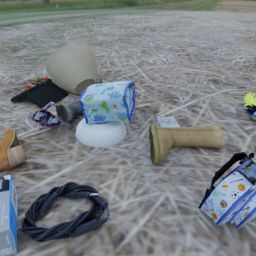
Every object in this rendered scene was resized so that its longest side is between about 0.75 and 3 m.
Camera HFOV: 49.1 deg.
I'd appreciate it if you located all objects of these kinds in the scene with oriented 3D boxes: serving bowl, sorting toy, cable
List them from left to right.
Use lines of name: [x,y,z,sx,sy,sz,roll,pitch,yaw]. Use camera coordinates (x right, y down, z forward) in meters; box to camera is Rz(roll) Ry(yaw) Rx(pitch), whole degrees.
sorting toy: [-4.995,-2.719,16.320,1.097,0.385,2.275,9,31,15]
cable: [-1.762,2.175,7.522,2.322,0.590,1.894,-15,33,-23]
serving bowl: [-1.093,-0.057,11.361,2.075,0.683,2.075,1,31,-1]

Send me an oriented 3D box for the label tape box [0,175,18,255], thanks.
label tape box: [-4.270,2.366,6.838,2.861,0.946,2.050,-8,31,-17]

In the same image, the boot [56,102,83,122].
boot: [-1.992,-0.908,12.669,2.195,0.797,1.996,-8,19,-25]

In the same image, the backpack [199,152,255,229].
backpack: [2.761,1.795,7.285,1.706,1.791,1.380,-21,49,-26]

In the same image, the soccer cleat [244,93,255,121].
soccer cleat: [5.758,-1.063,12.918,0.989,0.764,2.363,15,31,-7]

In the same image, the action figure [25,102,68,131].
action figure: [-3.294,-0.264,11.538,1.334,1.200,1.791,-37,9,-12]

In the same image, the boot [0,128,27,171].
boot: [-4.637,0.786,9.809,1.664,0.793,2.151,-21,32,-24]

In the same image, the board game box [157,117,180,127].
board game box: [1.691,-0.103,11.786,0.749,0.326,1.015,-4,31,-8]

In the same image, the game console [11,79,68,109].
game console: [-4.577,-1.610,14.555,1.879,1.243,2.136,-18,17,34]

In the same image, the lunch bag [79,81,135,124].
lunch bag: [-0.720,-1.186,11.188,1.867,1.399,2.195,-4,35,10]

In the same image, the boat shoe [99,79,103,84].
boat shoe: [-1.513,-2.337,15.260,0.275,0.765,0.276,5,-6,-11]

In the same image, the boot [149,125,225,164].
boot: [2.166,0.483,10.211,2.701,0.893,2.365,2,30,1]

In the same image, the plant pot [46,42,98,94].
plant pot: [-2.669,-2.896,14.859,2.730,2.730,1.833,-21,70,-32]
